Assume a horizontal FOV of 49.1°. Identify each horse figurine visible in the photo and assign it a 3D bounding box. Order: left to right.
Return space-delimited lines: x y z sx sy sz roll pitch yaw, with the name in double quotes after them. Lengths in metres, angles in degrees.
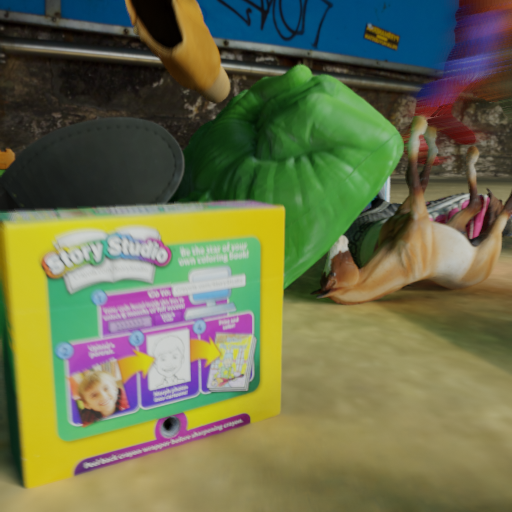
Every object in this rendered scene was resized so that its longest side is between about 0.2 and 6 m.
1.906 -0.294 5.730 2.745 1.819 0.685 6 11 -40 "horse figurine"

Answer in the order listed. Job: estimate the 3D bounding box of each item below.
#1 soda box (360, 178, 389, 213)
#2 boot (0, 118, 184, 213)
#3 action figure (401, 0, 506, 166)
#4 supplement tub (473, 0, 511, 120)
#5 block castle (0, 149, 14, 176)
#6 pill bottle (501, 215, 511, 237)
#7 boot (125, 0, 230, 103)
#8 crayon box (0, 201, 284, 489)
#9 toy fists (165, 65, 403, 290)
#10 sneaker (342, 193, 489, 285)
0.126 -0.918 9.532 4.156 1.321 1.421 2 10 14 "soda box"
-1.920 -0.532 6.065 2.967 1.027 2.583 -26 7 9 "boot"
2.566 -2.472 6.503 0.798 3.087 1.010 26 -18 -6 "action figure"
2.916 -1.510 4.636 1.908 1.169 1.169 27 22 27 "supplement tub"
-4.668 -1.181 10.273 3.373 1.583 2.254 -6 11 -32 "block castle"
4.168 -0.571 9.965 0.852 0.485 0.485 -4 11 -15 "pill bottle"
-1.031 -2.623 5.814 0.738 2.098 1.502 -36 -15 7 "boot"
-0.510 0.340 2.742 1.334 1.151 0.389 -6 12 -32 "crayon box"
-0.058 -0.923 6.175 2.170 1.464 4.258 -41 16 -7 "toy fists"
1.938 -0.304 6.918 2.672 0.986 1.169 -14 22 -37 "sneaker"
